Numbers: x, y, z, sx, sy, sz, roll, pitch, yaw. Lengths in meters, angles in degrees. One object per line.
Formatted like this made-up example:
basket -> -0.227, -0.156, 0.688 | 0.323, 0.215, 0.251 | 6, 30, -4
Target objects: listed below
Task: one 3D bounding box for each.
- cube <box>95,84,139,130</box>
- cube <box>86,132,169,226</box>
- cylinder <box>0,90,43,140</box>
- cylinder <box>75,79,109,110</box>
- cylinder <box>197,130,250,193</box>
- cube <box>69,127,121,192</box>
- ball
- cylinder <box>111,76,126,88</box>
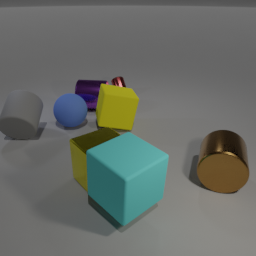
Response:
cube -> -0.492, -0.884, 11.589 | 1.400, 1.400, 1.400 | 7, 22, -15
cube -> -0.040, 1.164, 6.842 | 1.400, 1.400, 1.400 | -24, 39, -37
cylinder -> -4.103, -0.500, 10.787 | 1.400, 1.400, 1.400 | 0, 51, 0
cylinder -> -1.692, -1.592, 13.399 | 1.400, 1.400, 1.400 | 3, 27, 4
cylinder -> 2.834, 0.967, 8.378 | 1.400, 1.400, 1.400 | 8, 28, 16
cube -> -0.755, 0.994, 8.331 | 1.400, 1.400, 1.400 | -19, 32, -32
ball -> -2.398, -0.742, 11.692 | 1.400, 1.400, 1.400 | 0, 27, 0
cylinder -> -0.493, -2.329, 15.231 | 0.700, 0.700, 0.700 | -16, -15, -4
